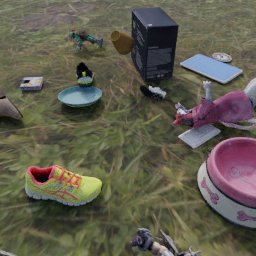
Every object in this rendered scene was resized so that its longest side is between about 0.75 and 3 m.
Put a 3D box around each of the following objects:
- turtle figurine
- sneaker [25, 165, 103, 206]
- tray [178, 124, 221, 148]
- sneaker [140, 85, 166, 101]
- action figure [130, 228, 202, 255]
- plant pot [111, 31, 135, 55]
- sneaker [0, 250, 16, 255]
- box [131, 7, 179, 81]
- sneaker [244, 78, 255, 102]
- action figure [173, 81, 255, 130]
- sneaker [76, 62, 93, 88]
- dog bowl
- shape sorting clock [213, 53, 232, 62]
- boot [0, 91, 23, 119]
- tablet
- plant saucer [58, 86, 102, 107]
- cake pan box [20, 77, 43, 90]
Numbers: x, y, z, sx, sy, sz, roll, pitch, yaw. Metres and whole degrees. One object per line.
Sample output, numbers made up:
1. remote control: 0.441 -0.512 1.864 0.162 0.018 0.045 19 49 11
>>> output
1. turtle figurine: -2.376 -4.639 14.766 2.041 1.027 1.528 8 40 0
2. sneaker: -1.732 1.438 7.400 2.130 0.962 0.832 2 38 0
3. tray: 2.462 0.166 9.566 1.393 0.155 0.748 -26 45 -28
4. sneaker: 1.022 -1.491 11.388 1.119 0.415 0.495 29 47 17
5. action figure: 0.291 3.041 5.473 2.940 1.020 1.913 -14 35 -22
6. plant pot: -0.310 -3.609 11.544 0.867 0.867 0.931 26 3 28
7. sneaker: -3.494 2.420 6.106 2.833 1.105 1.207 16 42 19
8. box: 1.081 -3.781 12.536 1.428 2.432 2.391 -9 41 -10
9. sneaker: 5.475 -1.458 10.961 2.317 0.868 1.154 -20 44 -23
10. action figure: 2.806 -0.435 9.691 2.726 1.826 2.030 -18 77 -14
11. sneaker: -1.845 -2.444 12.019 0.748 0.864 2.086 -8 30 -10
12. dog bowl: 3.271 1.306 7.549 2.649 0.977 2.649 0 40 0
13. shape sorting clock: 4.712 -3.555 14.023 0.939 0.184 0.939 0 40 0
14. boot: -4.934 -0.570 10.125 1.525 0.732 2.085 -35 50 -26
15. tablet: 3.875 -2.816 13.146 1.605 0.168 2.467 -31 48 -31
16. plant saucer: -1.877 -1.230 11.044 1.693 0.232 1.693 0 32 0
17. cake pan box: -4.125 -1.903 12.011 0.853 0.223 0.786 -2 37 -2
